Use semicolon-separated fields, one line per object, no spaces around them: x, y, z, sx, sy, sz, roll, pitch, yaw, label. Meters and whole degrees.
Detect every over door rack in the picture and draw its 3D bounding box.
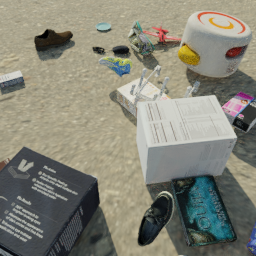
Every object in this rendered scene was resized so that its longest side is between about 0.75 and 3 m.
1.414;-1.557;9.980;1.842;0.830;2.493;26;38;15;over door rack

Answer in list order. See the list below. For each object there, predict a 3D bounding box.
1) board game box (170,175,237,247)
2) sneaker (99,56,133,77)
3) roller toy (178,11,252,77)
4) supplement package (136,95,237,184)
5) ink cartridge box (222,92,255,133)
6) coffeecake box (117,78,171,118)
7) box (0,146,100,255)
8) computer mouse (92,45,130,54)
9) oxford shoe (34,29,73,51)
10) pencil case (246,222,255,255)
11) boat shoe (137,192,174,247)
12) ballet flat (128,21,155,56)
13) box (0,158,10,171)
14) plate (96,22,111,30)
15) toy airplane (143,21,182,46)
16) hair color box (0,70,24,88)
1.921;2.124;7.369;1.234;0.257;1.824;-6;47;-6;board game box
-0.479;-2.345;10.794;1.309;0.496;0.687;1;79;-2;sneaker
3.404;-3.286;11.226;2.522;1.932;2.765;17;44;6;roller toy
1.494;0.324;8.017;2.280;1.730;1.717;-6;47;-5;supplement package
3.978;-0.666;9.463;1.054;0.413;2.227;33;42;26;ink cartridge box
0.549;-1.016;10.052;1.222;0.582;1.592;-29;54;-24;coffeecake box
-2.208;1.970;6.755;2.257;1.348;2.295;20;50;18;box
-0.778;-3.609;12.665;1.719;0.293;0.504;2;48;3;computer mouse
-3.386;-4.186;12.866;1.891;0.798;0.687;-29;52;-26;oxford shoe
3.315;2.542;6.827;0.516;0.464;1.189;5;42;41;pencil case
0.498;1.833;5.527;0.466;1.248;0.414;37;22;24;boat shoe
0.444;-4.109;12.814;0.895;0.895;2.487;-11;47;-10;ballet flat
-3.743;1.483;7.817;1.316;0.493;0.659;-31;54;-28;box
-1.252;-5.130;14.205;0.780;0.100;0.780;-1;47;1;plate
1.570;-4.500;13.410;1.904;0.350;1.904;8;48;-9;toy airplane
-4.656;-1.936;11.116;0.922;0.279;0.461;-22;51;-19;hair color box
